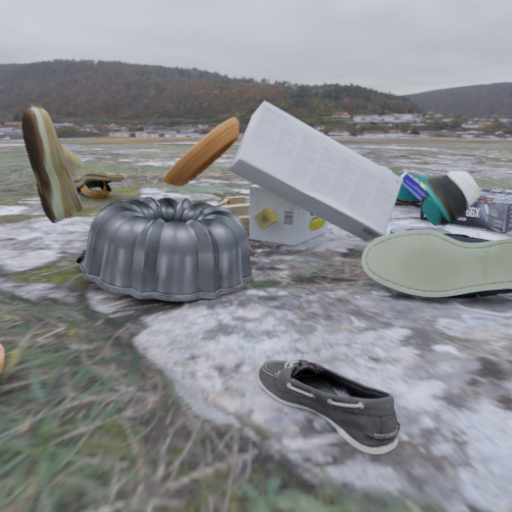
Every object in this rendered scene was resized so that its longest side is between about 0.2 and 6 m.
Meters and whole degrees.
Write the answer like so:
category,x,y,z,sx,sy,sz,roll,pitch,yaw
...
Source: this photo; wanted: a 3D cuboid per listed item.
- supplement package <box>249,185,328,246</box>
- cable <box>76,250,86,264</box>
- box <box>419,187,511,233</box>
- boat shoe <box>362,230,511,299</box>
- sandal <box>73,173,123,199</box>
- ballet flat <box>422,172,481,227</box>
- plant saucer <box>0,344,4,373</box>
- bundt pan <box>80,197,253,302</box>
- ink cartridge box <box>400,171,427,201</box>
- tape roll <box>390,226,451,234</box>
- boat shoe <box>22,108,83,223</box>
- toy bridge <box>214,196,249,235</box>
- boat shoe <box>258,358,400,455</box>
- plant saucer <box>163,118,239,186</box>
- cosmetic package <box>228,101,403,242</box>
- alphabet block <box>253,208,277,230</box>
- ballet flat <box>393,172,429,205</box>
category,x,y,z,sx,sy,sz,roll,pitch,yaw
supplement package,0.694,-0.932,11.385,1.083,1.091,1.438,10,18,32
cable,-2.338,0.059,9.367,1.285,0.326,1.049,-6,21,-31
box,5.337,-1.161,13.149,1.964,0.620,2.490,14,20,41
boat shoe,2.843,0.150,7.944,2.596,0.970,0.861,-5,-15,14
sandal,-4.724,-1.994,16.378,2.575,0.695,1.034,-6,1,43
ballet flat,3.368,-1.055,9.758,0.833,0.828,2.436,-35,-7,10
plant saucer,-3.252,1.159,5.108,1.783,0.334,1.783,1,15,0
bundt pan,-1.305,-0.252,8.580,2.676,1.004,2.676,6,18,-2
ink cartridge box,4.222,-1.638,14.276,1.268,0.302,1.284,42,19,2
tape roll,3.033,-0.285,10.382,1.101,0.364,1.101,0,14,0
boat shoe,-2.876,-1.344,8.121,0.678,1.782,0.638,-23,49,-28
toy bridge,-0.546,-0.961,12.871,0.973,0.394,2.895,-5,16,-7
boat shoe,0.599,1.142,4.908,0.538,0.459,1.610,-11,19,-35
plant saucer,-0.941,-1.825,10.189,1.728,0.323,1.728,-41,5,4
cosmetic package,1.092,-1.441,9.994,2.932,1.210,0.742,27,-15,-14
alphabet block,0.175,-0.701,10.579,0.312,0.306,0.305,-35,-6,13
ballet flat,3.539,-1.790,15.191,2.621,0.900,0.826,-1,-5,-11
